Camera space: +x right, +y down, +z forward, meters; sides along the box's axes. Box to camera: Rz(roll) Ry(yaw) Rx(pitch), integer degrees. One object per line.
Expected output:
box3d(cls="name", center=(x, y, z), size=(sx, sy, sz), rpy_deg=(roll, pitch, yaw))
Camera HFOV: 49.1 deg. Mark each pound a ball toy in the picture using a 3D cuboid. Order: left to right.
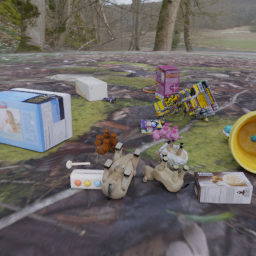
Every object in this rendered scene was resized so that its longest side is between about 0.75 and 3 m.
box3d(cls="pound a ball toy", center=(-1.035, 1.174, 6.858), size=(0.987, 0.644, 0.419), rpy_deg=(2, 19, 3))

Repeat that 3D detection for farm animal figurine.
box3d(cls="farm animal figurine", center=(0.393, 0.911, 7.096), size=(2.393, 1.203, 1.932), rpy_deg=(-3, 38, -17))

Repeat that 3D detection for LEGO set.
box3d(cls="LEGO set", center=(2.512, -0.779, 11.749), size=(2.223, 1.675, 2.890), rpy_deg=(-23, 2, 30))

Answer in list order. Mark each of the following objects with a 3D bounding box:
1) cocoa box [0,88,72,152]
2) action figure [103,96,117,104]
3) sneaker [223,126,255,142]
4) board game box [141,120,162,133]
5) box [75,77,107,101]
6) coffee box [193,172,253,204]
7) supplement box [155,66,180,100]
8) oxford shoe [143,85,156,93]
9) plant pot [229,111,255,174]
box3d(cls="cocoa box", center=(-3.406, -0.365, 9.634), size=(2.468, 1.646, 1.620), rpy_deg=(9, 22, 24))
box3d(cls="action figure", center=(-1.010, -1.548, 15.005), size=(0.585, 0.312, 0.899), rpy_deg=(-25, 27, -38))
box3d(cls="sneaker", center=(4.576, -0.012, 9.532), size=(2.720, 1.083, 1.054), rpy_deg=(-2, 20, -3))
box3d(cls="board game box", center=(0.900, -0.070, 10.913), size=(0.763, 0.262, 0.924), rpy_deg=(1, 19, 0))
box3d(cls="box", center=(-2.136, -2.280, 16.081), size=(1.141, 0.934, 2.403), rpy_deg=(-9, 22, -24))
box3d(cls="coffee box", center=(2.175, 1.378, 6.539), size=(1.171, 0.467, 0.669), rpy_deg=(1, 20, 2))
box3d(cls="supplement box", center=(2.128, -2.423, 15.265), size=(0.910, 1.764, 1.154), rpy_deg=(-7, 22, -17))
box3d(cls="oxford shoe", center=(1.607, -2.414, 17.071), size=(1.450, 0.528, 0.517), rpy_deg=(8, 21, 22))
box3d(cls="plant pot", center=(3.729, 0.345, 7.984), size=(1.694, 1.694, 1.594), rpy_deg=(5, 4, 15))
